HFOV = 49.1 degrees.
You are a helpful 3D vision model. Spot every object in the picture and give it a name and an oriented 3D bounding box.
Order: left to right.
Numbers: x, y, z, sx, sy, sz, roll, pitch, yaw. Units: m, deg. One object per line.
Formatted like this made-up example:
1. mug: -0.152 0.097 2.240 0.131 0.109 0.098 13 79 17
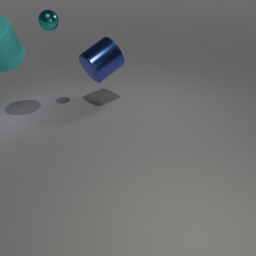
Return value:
1. cylinder: -4.525 -2.928 9.768 1.400 1.400 1.400 -2 60 4
2. ball: -2.762 -3.738 9.743 0.700 0.700 0.700 0 30 0
3. cylinder: -1.107 -2.860 11.805 1.400 1.400 1.400 -41 44 -14
